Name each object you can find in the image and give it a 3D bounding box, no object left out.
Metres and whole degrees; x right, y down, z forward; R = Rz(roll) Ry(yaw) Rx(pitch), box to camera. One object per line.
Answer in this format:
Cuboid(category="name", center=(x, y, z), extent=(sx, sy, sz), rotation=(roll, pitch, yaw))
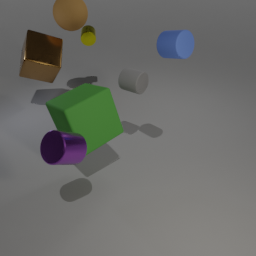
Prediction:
Cuboid(category="cylinder", center=(1.217, -2.146, 7.202), extent=(0.700, 0.700, 0.700), rotation=(-24, 27, -33))
Cuboid(category="ball", center=(-2.330, -4.669, 11.352), extent=(1.400, 1.400, 1.400), rotation=(0, 32, 0))
Cuboid(category="cylinder", center=(0.172, -1.471, 8.747), extent=(0.700, 0.700, 0.700), rotation=(21, 37, 31))
Cuboid(category="cube", center=(-3.566, -2.876, 11.468), extent=(1.400, 1.400, 1.400), rotation=(9, 68, -27))
Cuboid(category="cylinder", center=(-1.833, -4.273, 12.955), extent=(0.700, 0.700, 0.700), rotation=(-3, 45, -5))
Cuboid(category="cube", center=(-1.217, -0.297, 7.900), extent=(1.400, 1.400, 1.400), rotation=(-32, 29, -25))
Cuboid(category="cylinder", center=(-1.341, 0.421, 5.871), extent=(0.700, 0.700, 0.700), rotation=(21, 5, 31))
